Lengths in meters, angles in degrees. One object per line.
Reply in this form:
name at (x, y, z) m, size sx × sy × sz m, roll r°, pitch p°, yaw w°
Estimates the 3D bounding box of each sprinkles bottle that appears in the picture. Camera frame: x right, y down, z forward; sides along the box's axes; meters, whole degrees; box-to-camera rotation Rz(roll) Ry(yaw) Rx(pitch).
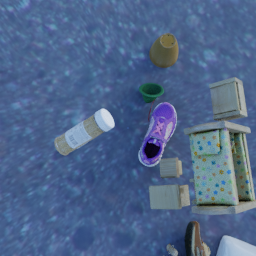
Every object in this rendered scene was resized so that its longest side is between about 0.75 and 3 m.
sprinkles bottle at (-1.067, 0.112, 6.751) m, size 1.519 × 0.518 × 0.518 m, roll -30°, pitch 82°, yaw 20°

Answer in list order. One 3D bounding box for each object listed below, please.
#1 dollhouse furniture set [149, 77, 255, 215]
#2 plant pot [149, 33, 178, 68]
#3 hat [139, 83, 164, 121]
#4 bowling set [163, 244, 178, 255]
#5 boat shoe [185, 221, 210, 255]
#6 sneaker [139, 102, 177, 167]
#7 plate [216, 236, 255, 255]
dollhouse furniture set at (1.347, 0.441, 6.606) m, size 2.553 × 1.605 × 2.886 m, roll -14°, pitch 75°, yaw 40°
plant pot at (1.109, -2.353, 8.234) m, size 0.897 × 0.962 × 0.897 m, roll 0°, pitch 83°, yaw 0°
hat at (0.640, -0.821, 8.441) m, size 0.732 × 0.778 × 0.884 m, roll 28°, pitch 45°, yaw 26°
bowling set at (1.229, 3.764, 7.655) m, size 0.659 × 0.508 × 0.946 m, roll 33°, pitch 81°, yaw -14°
boat shoe at (1.906, 3.354, 7.636) m, size 0.589 × 0.604 × 1.595 m, roll 0°, pitch 90°, yaw -5°
sneaker at (0.829, 0.193, 7.797) m, size 0.766 × 0.842 × 1.905 m, roll 20°, pitch 90°, yaw 10°
plate at (3.471, 4.660, 7.485) m, size 2.693 × 0.435 × 2.687 m, roll 20°, pitch 82°, yaw 3°
